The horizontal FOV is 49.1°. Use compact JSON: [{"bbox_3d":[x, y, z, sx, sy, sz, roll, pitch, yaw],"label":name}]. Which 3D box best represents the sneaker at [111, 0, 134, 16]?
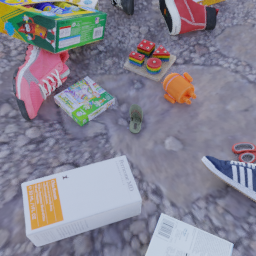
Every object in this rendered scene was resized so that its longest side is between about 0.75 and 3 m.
[{"bbox_3d":[-0.357,-4.962,10.473,1.183,0.990,2.672,-3,44,-2],"label":"sneaker"}]

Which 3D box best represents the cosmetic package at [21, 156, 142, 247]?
[{"bbox_3d":[-0.928,1.459,5.728,2.189,0.780,1.110,-15,54,-12],"label":"cosmetic package"}]

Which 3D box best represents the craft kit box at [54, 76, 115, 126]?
[{"bbox_3d":[-1.202,-0.769,7.727,1.197,0.294,1.212,-39,62,-22],"label":"craft kit box"}]

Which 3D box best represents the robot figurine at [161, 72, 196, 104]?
[{"bbox_3d":[1.410,-1.114,7.754,0.623,0.768,1.067,-20,53,-34],"label":"robot figurine"}]

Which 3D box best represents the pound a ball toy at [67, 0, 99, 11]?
[{"bbox_3d":[-1.916,-4.552,10.273,1.695,0.720,1.105,9,54,6],"label":"pound a ball toy"}]

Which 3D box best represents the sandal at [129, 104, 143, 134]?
[{"bbox_3d":[0.219,-0.278,7.350,0.369,0.265,0.930,0,53,0],"label":"sandal"}]

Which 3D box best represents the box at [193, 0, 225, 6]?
[{"bbox_3d":[2.827,-5.204,10.988,1.875,0.389,1.116,-23,57,-13],"label":"box"}]

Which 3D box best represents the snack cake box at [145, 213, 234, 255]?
[{"bbox_3d":[0.752,2.855,4.668,1.366,0.798,2.376,21,56,13],"label":"snack cake box"}]

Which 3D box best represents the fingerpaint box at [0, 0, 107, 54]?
[{"bbox_3d":[-2.237,-3.294,8.619,2.150,0.945,2.577,24,34,18],"label":"fingerpaint box"}]

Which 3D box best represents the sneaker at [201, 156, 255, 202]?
[{"bbox_3d":[2.552,0.874,6.001,1.782,0.624,0.967,33,101,17],"label":"sneaker"}]

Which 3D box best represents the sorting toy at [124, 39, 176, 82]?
[{"bbox_3d":[0.700,-2.158,8.652,1.234,0.432,1.241,26,57,18],"label":"sorting toy"}]

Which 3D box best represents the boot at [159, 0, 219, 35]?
[{"bbox_3d":[2.183,-4.437,10.098,1.871,0.939,2.593,-8,62,-6],"label":"boot"}]

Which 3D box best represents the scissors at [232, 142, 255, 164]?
[{"bbox_3d":[3.406,0.550,6.820,1.689,0.118,0.618,-7,52,-3],"label":"scissors"}]

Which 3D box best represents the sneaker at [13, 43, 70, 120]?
[{"bbox_3d":[-2.286,-1.461,7.749,1.243,1.056,2.866,0,53,-1],"label":"sneaker"}]
